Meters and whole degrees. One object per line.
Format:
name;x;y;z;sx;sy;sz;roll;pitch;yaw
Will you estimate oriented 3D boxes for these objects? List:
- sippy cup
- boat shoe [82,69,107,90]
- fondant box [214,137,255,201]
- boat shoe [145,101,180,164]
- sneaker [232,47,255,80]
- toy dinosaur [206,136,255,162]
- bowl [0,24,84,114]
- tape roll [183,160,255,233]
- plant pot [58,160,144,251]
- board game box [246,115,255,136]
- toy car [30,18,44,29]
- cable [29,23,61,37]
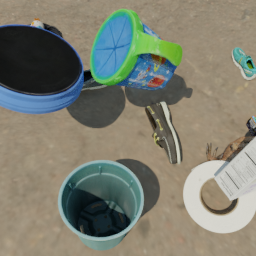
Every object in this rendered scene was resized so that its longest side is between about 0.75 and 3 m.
sippy cup;0.250;-1.897;7.611;1.862;1.995;2.541;13;34;-39
boat shoe;-1.986;-1.836;10.553;2.681;0.828;0.976;-13;61;-7
fondant box;3.331;0.586;6.372;1.711;2.371;0.691;-7;52;-34
boat shoe;1.151;0.182;9.414;0.739;0.875;2.456;-10;53;-3
sneaker;4.702;-2.666;11.150;0.619;0.636;1.596;-14;60;-8
toy dinosaur;3.384;0.743;8.760;2.440;1.654;1.047;-21;94;-21
bowl;-2.367;-1.547;6.856;2.694;0.529;2.694;14;50;-17
tape roll;2.623;1.947;8.091;2.055;0.376;2.055;-3;82;21
plant pot;-0.683;2.231;7.451;2.033;1.991;2.033;2;52;-2
board game box;5.290;0.374;9.431;1.704;0.584;2.061;-13;61;-9
toy car;-3.826;-4.108;11.589;1.039;0.997;1.127;-10;71;21
cable;-3.996;-3.859;11.871;2.294;0.583;1.872;25;63;14
